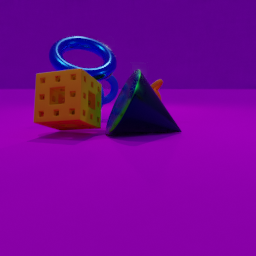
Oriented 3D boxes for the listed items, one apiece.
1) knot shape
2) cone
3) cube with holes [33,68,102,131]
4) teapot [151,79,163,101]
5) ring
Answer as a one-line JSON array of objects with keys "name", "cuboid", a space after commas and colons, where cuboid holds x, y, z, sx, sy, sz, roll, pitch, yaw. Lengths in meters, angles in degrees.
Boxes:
[{"name": "knot shape", "cuboid": [-1.037, -1.163, 8.797, 1.532, 1.637, 0.756, -19, -6, -5]}, {"name": "cone", "cuboid": [0.538, -0.235, 6.147, 1.544, 1.538, 1.538, 25, 3, -14]}, {"name": "cube with holes", "cuboid": [-1.253, -0.555, 6.033, 1.039, 1.039, 1.039, -3, -10, 17]}, {"name": "teapot", "cuboid": [0.454, -0.734, 8.016, 0.875, 1.111, 1.787, -23, -21, -43]}, {"name": "ring", "cuboid": [-1.081, -1.699, 6.833, 1.648, 0.330, 1.648, 9, 46, -10]}]
